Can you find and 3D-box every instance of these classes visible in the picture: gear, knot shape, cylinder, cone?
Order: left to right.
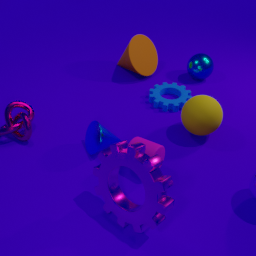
[{"bbox_3d":[-3.171,-0.118,8.109,1.204,0.595,1.287,29,75,30],"label":"knot shape"},{"bbox_3d":[-0.574,0.315,7.867,0.943,0.939,0.939,8,32,-33],"label":"cone"},{"bbox_3d":[0.078,-2.720,11.206,1.587,1.581,1.581,-4,27,47],"label":"cone"},{"bbox_3d":[0.055,1.183,5.709,1.826,1.826,0.338,29,29,30],"label":"gear"},{"bbox_3d":[0.432,0.687,7.084,0.755,0.755,0.755,20,43,30],"label":"cylinder"},{"bbox_3d":[1.451,-1.089,9.680,1.435,0.265,1.435,0,41,0],"label":"gear"}]

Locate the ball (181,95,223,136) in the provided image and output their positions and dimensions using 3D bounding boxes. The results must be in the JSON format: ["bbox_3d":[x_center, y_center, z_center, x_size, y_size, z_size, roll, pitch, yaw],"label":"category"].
[{"bbox_3d":[2.116,-0.365,8.060,1.163,1.163,1.163,0,40,0],"label":"ball"}]

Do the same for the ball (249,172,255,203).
[{"bbox_3d":[3.210,1.337,6.155,1.003,1.003,1.003,0,40,0],"label":"ball"}]

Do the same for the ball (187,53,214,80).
[{"bbox_3d":[2.740,-2.330,10.637,0.996,0.996,0.996,0,40,0],"label":"ball"}]
